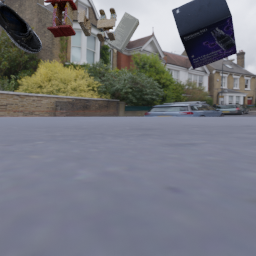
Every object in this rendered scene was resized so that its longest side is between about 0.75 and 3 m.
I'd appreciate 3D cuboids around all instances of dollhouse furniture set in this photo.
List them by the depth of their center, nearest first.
[{"bbox_3d":[-1.822,-3.027,6.921,0.639,0.845,1.570,-1,-13,10],"label":"dollhouse furniture set"},{"bbox_3d":[-1.086,-3.886,10.286,1.252,1.150,0.815,-2,-21,12],"label":"dollhouse furniture set"}]

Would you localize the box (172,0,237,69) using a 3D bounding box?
[{"bbox_3d":[2.415,-2.970,8.707,1.528,1.077,2.065,-19,-23,20],"label":"box"}]

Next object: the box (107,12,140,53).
[{"bbox_3d":[-0.185,-4.121,12.155,0.722,1.521,0.591,33,5,5],"label":"box"}]

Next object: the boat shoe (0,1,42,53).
[{"bbox_3d":[-3.637,-3.326,9.461,0.761,0.804,2.299,26,-16,35],"label":"boat shoe"}]
